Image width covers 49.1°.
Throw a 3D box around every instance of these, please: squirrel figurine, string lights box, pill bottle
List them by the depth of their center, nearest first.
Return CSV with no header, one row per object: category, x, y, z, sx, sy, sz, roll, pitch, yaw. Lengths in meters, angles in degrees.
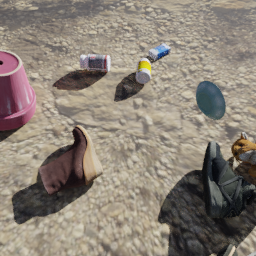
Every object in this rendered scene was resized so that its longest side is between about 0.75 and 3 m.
squirrel figurine,4.775,0.971,9.815,2.063,1.564,2.210,27,39,35
pill bottle,0.751,-2.768,13.407,0.708,0.708,1.296,3,49,3
pill bottle,-1.607,-3.188,13.716,1.399,0.811,0.811,5,48,4
string lights box,1.679,-4.043,14.798,1.108,0.327,0.570,-30,55,-24

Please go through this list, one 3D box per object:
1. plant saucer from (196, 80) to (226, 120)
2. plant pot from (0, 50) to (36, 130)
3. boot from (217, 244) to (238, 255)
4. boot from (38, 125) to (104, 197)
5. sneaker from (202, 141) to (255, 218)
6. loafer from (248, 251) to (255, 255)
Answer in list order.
plant saucer,1.824,-0.602,6.435,0.187,0.971,0.971,-23,52,-20
plant pot,-4.984,-1.611,10.971,2.615,2.341,2.615,8,47,-9
boot,2.672,4.423,6.981,1.701,0.953,2.459,28,67,17
boot,-2.181,1.049,9.881,2.023,0.880,2.432,-18,54,-17
sneaker,3.293,1.671,9.281,1.537,1.026,2.683,4,51,1
loafer,4.245,3.565,7.643,2.514,0.877,0.879,-12,49,-11
